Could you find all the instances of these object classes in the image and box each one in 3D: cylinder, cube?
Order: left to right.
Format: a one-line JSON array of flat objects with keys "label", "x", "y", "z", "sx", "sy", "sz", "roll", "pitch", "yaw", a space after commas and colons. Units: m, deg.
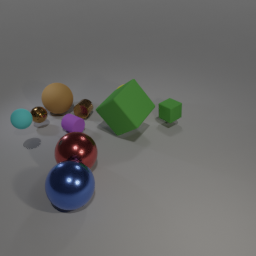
[{"label": "cylinder", "x": -2.244, "y": -0.156, "z": 11.457, "sx": 0.700, "sy": 0.700, "sz": 0.700, "roll": 21, "pitch": 38, "yaw": 31}, {"label": "cylinder", "x": -1.985, "y": -0.860, "z": 12.520, "sx": 0.700, "sy": 0.700, "sz": 0.700, "roll": 7, "pitch": 28, "yaw": 11}, {"label": "cube", "x": -0.097, "y": -0.774, "z": 10.844, "sx": 1.400, "sy": 1.400, "sz": 1.400, "roll": -22, "pitch": 22, "yaw": 52}, {"label": "cube", "x": 1.764, "y": -0.735, "z": 11.721, "sx": 0.700, "sy": 0.700, "sz": 0.700, "roll": -28, "pitch": 40, "yaw": -30}]

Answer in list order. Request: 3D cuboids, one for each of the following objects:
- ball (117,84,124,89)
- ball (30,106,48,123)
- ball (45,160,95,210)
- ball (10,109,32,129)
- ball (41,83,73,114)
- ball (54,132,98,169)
[{"label": "ball", "x": 0.019, "y": -1.288, "z": 12.584, "sx": 1.400, "sy": 1.400, "sz": 1.400, "roll": 0, "pitch": 32, "yaw": 0}, {"label": "ball", "x": -3.702, "y": -0.549, "z": 11.627, "sx": 0.700, "sy": 0.700, "sz": 0.700, "roll": 0, "pitch": 32, "yaw": 0}, {"label": "ball", "x": -1.640, "y": 1.613, "z": 7.971, "sx": 1.400, "sy": 1.400, "sz": 1.400, "roll": 0, "pitch": 32, "yaw": 0}, {"label": "ball", "x": -3.586, "y": -0.304, "z": 9.431, "sx": 0.700, "sy": 0.700, "sz": 0.700, "roll": 0, "pitch": 32, "yaw": 0}, {"label": "ball", "x": -3.191, "y": -1.347, "z": 12.696, "sx": 1.400, "sy": 1.400, "sz": 1.400, "roll": 0, "pitch": 32, "yaw": 0}, {"label": "ball", "x": -1.701, "y": 0.816, "z": 9.217, "sx": 1.400, "sy": 1.400, "sz": 1.400, "roll": 0, "pitch": 32, "yaw": 0}]
